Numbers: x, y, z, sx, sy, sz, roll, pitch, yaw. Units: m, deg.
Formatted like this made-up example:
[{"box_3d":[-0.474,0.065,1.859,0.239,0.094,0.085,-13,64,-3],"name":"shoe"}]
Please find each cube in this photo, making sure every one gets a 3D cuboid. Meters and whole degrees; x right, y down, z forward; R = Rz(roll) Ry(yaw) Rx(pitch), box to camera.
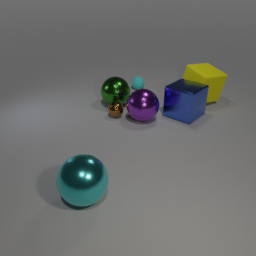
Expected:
[{"box_3d":[2.515,-1.205,12.285,1.400,1.400,1.400,23,36,35],"name":"cube"},{"box_3d":[3.565,-2.141,13.376,1.400,1.400,1.400,-11,41,-29],"name":"cube"}]

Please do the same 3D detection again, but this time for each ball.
[{"box_3d":[0.555,-2.467,15.295,0.700,0.700,0.700,0,29,0],"name":"ball"},{"box_3d":[-1.223,1.403,7.588,1.400,1.400,1.400,0,29,0],"name":"ball"},{"box_3d":[-0.587,-1.722,13.222,1.400,1.400,1.400,0,29,0],"name":"ball"},{"box_3d":[-0.539,-0.821,12.305,0.700,0.700,0.700,0,29,0],"name":"ball"},{"box_3d":[0.630,-0.967,11.867,1.400,1.400,1.400,0,29,0],"name":"ball"}]
